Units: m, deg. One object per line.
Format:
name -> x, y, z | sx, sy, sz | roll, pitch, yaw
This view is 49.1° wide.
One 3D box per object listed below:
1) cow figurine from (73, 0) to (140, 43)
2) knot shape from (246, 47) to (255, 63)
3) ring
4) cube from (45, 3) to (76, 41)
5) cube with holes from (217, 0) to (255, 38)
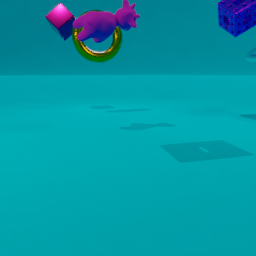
cow figurine -> -0.480, -2.603, 6.839 | 1.341, 0.748, 1.363 | -18, 4, 34
knot shape -> 4.039, -2.285, 8.031 | 0.716, 1.550, 1.451 | 12, 0, -15
ring -> -1.084, -3.273, 10.044 | 1.835, 1.835, 0.367 | -4, 8, -17
cube -> -2.507, -4.049, 10.752 | 0.813, 0.813, 0.813 | 46, -6, 14
cube with holes -> 3.255, -3.387, 8.284 | 0.814, 0.814, 0.814 | -31, 51, -1
